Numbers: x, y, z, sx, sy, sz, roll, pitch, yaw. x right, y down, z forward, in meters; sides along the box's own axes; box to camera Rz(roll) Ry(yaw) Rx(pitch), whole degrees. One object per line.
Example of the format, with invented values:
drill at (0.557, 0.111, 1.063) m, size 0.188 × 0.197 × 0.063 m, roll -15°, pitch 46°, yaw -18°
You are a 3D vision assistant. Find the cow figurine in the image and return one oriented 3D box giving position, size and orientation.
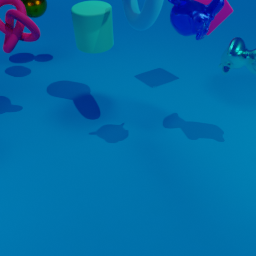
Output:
cow figurine at (2.863, -1.429, 6.183) m, size 1.462 × 1.486 × 0.816 m, roll -8°, pitch 53°, yaw 62°

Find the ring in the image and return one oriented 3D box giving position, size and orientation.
ring at (0.294, -3.043, 6.020) m, size 0.360 × 1.798 × 1.798 m, roll -7°, pitch 39°, yaw -20°

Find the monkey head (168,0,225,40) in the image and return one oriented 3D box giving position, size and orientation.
monkey head at (1.206, -2.075, 5.033) m, size 0.742 × 0.886 × 1.231 m, roll 49°, pitch 15°, yaw 28°

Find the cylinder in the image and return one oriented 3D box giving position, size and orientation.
cylinder at (-0.944, -2.748, 7.626) m, size 1.059 × 1.059 × 1.059 m, roll -1°, pitch 43°, yaw 1°

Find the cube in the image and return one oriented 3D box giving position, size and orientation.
cube at (2.233, -3.464, 8.051) m, size 0.963 × 0.963 × 0.963 m, roll 2°, pitch 51°, yaw -56°

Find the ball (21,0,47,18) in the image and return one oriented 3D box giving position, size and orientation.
ball at (-3.247, -4.253, 9.534) m, size 0.955 × 0.955 × 0.955 m, roll 0°, pitch 40°, yaw 0°

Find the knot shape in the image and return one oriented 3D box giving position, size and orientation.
knot shape at (-2.741, -2.354, 6.660) m, size 1.293 × 1.210 × 0.598 m, roll 41°, pitch 34°, yaw 8°
